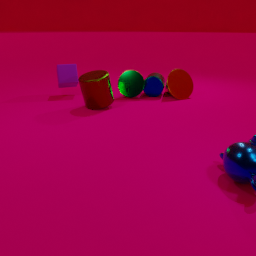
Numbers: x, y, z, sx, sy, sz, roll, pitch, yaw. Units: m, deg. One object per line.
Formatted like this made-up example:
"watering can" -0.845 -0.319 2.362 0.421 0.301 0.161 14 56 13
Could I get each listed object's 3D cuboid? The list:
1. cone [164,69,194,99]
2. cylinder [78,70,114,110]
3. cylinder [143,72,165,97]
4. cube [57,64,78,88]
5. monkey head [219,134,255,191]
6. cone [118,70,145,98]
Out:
"cone" 1.933 -1.749 12.267 1.315 1.315 1.320 -10 -4 -25
"cylinder" -1.164 -1.429 10.401 1.128 1.128 1.128 -8 30 5
"cylinder" 1.141 -1.893 12.229 0.916 0.916 0.916 4 22 11
"cube" -2.607 -2.224 12.018 0.810 0.810 0.810 -7 -4 -16
"monkey head" 2.514 0.787 5.585 1.004 1.199 1.666 -40 12 7
"cone" 0.220 -1.835 12.206 1.143 1.143 1.147 4 1 10
